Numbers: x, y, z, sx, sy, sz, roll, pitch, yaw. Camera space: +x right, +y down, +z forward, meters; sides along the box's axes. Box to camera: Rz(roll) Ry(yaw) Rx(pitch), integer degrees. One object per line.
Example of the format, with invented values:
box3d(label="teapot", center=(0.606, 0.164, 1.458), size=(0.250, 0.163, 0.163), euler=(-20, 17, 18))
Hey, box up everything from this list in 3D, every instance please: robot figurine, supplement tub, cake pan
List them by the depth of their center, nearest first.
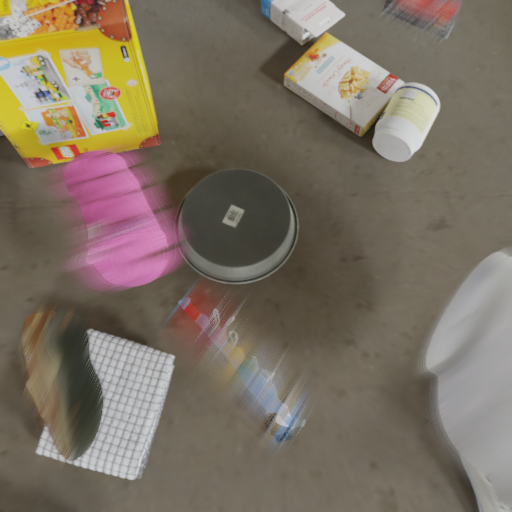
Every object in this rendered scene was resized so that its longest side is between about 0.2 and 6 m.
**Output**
box3d(label="robot figurine", center=(0.382, 2.679, 9.061), size=(0.384, 0.462, 0.615), euler=(-20, 68, 13))
box3d(label="cake pan", center=(-0.373, -0.640, 10.373), size=(2.337, 0.429, 2.337), euler=(0, 68, 0))
box3d(label="supplement tub", center=(2.891, -2.582, 10.869), size=(0.945, 0.945, 1.304), euler=(27, 71, 10))

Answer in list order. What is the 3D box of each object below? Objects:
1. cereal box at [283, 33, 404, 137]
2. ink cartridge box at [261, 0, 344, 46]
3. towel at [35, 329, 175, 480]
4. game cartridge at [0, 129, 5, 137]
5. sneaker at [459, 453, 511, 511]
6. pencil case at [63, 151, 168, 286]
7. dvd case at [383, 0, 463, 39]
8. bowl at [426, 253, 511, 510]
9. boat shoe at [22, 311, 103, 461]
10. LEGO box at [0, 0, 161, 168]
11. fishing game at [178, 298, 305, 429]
box3d(label="cereal box", center=(1.795, -3.552, 11.544), size=(2.037, 0.403, 1.465), euler=(37, 73, 14))
box3d(label="ink cartridge box", center=(0.999, -5.261, 12.153), size=(0.959, 0.553, 1.657), euler=(-40, 74, -15))
box3d(label="towel", center=(-2.323, 2.353, 8.963), size=(1.682, 0.869, 2.031), euler=(13, 70, 7))
box3d(label="game cartridge", center=(-5.370, -2.615, 11.319), size=(0.875, 0.168, 0.568), euler=(-19, 73, -7))
box3d(label="sneaker", center=(3.709, 3.684, 8.498), size=(0.700, 0.679, 1.918), euler=(-22, 70, -8))
box3d(label="pencil case", center=(-2.088, -0.636, 8.013), size=(1.104, 1.069, 2.356), euler=(-6, 37, -27))
box3d(label="dvd case", center=(2.838, -4.541, 9.014), size=(1.251, 1.713, 0.189), euler=(32, 55, 18))
box3d(label="bowl", center=(3.175, 1.047, 6.726), size=(1.582, 3.520, 3.520), euler=(31, 71, 8))
box3d(label="boat shoe", center=(-2.508, 1.609, 7.164), size=(0.740, 0.758, 2.005), euler=(5, 107, 25))
box3d(label="LEGO box", center=(-3.278, -3.131, 9.672), size=(2.648, 3.556, 1.372), euler=(-11, 71, -6))
box3d(label="fishing game", center=(-0.144, 1.187, 6.558), size=(0.437, 2.810, 2.012), euler=(-42, 82, -9))
